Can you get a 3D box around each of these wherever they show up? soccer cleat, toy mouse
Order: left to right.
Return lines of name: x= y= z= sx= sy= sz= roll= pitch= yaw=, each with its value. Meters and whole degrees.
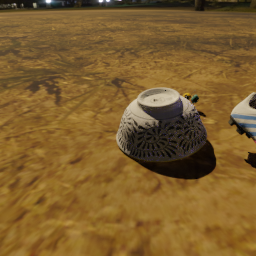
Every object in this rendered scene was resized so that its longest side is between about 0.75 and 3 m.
toy mouse: x=2.000 y=-0.886 z=9.246 sx=0.861 sy=0.969 sz=0.188 roll=20 pitch=42 yaw=-47
soccer cleat: x=3.287 y=0.144 z=6.139 sx=0.874 sy=1.080 sz=2.501 roll=14 pitch=31 yaw=-40

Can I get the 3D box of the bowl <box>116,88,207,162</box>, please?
bowl: x=0.806 y=-0.305 z=7.159 sx=2.402 sy=1.127 sz=2.402 roll=-6 pitch=33 yaw=4
